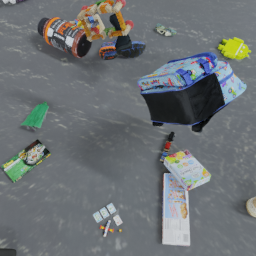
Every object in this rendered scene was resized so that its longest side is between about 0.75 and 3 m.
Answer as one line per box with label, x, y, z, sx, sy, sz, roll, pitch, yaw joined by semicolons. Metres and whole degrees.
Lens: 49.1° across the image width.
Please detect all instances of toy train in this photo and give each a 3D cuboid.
toy train;1.454;0.692;10.212;0.229;0.308;1.344;18;61;11

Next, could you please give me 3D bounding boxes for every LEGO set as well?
LEGO set;-0.598;2.959;8.882;0.723;0.237;0.967;-29;63;-12

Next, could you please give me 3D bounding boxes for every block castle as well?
block castle;-0.640;-3.099;7.982;1.434;0.958;0.673;1;48;28

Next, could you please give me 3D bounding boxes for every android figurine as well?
android figurine;4.908;-3.644;12.889;1.428;0.293;1.299;29;63;18

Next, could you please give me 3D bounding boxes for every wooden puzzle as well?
wooden puzzle;-1.964;-5.020;13.684;1.540;0.357;1.426;-18;60;-11

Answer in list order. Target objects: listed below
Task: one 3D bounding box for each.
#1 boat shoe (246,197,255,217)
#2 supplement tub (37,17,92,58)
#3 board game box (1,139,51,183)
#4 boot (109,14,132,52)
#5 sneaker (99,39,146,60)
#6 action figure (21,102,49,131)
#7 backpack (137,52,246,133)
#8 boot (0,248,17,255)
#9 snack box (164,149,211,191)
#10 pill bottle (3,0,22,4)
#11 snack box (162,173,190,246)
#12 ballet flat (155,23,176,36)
boat shoe;5.022;2.488;8.818;2.322;0.803;0.856;0;59;0
supplement tub;-2.900;-4.162;12.616;2.402;1.285;1.285;27;62;16
board game box;-3.628;1.151;10.017;1.568;0.184;0.821;-39;68;-21
boot;-0.362;-3.663;10.629;0.585;1.288;1.533;-17;22;20
sneaker;-0.252;-3.687;12.649;2.122;0.799;0.832;-4;54;-5
action figure;-3.478;-0.521;10.920;0.817;0.378;1.383;12;52;9
backpack;1.883;-1.189;7.890;2.529;1.702;2.309;-31;18;-22
boot;-4.477;4.326;7.624;2.802;1.015;2.021;-9;58;-15
snack box;1.981;1.392;9.487;0.962;0.358;1.353;-18;45;-21
pill bottle;-5.745;-7.183;14.627;1.794;1.009;1.009;-32;64;-18
snack box;1.545;2.581;9.071;0.814;0.275;2.264;4;59;2
ballet flat;1.793;-4.651;13.508;1.094;0.406;0.406;31;63;20
